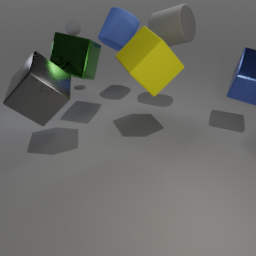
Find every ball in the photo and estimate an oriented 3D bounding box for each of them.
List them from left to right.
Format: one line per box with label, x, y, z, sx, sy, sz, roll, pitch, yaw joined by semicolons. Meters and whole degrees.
ball;-2.502;-4.550;12.762;0.700;0.700;0.700;0;30;0

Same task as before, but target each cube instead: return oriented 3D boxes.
cube;-2.755;-1.205;8.703;1.400;1.400;1.400;35;27;-32
cube;-1.982;-2.677;10.627;1.400;1.400;1.400;14;10;8
cube;0.703;-2.200;9.278;1.400;1.400;1.400;-44;42;11
cube;4.685;-1.865;10.419;1.400;1.400;1.400;19;67;12

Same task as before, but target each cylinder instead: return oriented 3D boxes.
cylinder;-0.401;-4.234;12.174;1.400;1.400;1.400;26;3;-1
cylinder;1.741;-3.971;11.027;1.400;1.400;1.400;-1;24;38
